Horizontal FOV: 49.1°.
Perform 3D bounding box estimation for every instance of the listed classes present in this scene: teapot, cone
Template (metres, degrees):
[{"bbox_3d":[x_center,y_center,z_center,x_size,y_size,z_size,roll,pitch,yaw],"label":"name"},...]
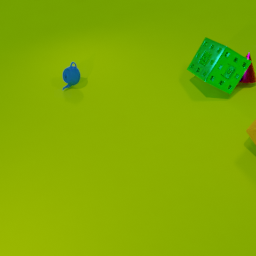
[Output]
[{"bbox_3d":[-2.059,-1.826,9.957,0.687,1.106,0.541,38,28,30],"label":"teapot"},{"bbox_3d":[4.280,-2.260,10.152,0.985,0.989,0.985,2,28,-1],"label":"cone"}]

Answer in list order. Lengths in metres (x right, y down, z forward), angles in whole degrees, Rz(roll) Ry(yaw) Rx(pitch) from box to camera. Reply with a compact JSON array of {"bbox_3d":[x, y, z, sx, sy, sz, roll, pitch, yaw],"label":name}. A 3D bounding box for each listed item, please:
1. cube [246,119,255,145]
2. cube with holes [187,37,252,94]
[{"bbox_3d":[3.952,0.088,7.192,1.040,1.040,1.040,-41,98,-25],"label":"cube"},{"bbox_3d":[3.047,-2.116,9.501,1.235,1.235,1.235,18,22,-28],"label":"cube with holes"}]
